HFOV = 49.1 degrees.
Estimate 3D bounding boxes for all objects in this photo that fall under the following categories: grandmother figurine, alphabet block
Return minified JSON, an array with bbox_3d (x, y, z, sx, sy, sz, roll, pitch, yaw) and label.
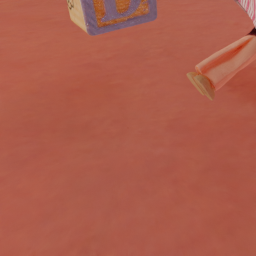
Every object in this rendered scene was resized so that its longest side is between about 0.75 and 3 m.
[{"bbox_3d":[2.750,-1.830,6.005,2.994,0.907,1.815,-39,25,8],"label":"grandmother figurine"},{"bbox_3d":[-0.666,-4.374,8.548,2.303,2.291,2.346,-18,36,-15],"label":"alphabet block"}]

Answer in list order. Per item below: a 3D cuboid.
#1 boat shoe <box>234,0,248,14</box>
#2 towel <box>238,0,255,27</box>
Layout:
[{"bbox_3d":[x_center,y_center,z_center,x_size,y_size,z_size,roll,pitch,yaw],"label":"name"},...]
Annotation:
[{"bbox_3d":[2.942,-3.852,7.751,1.927,0.618,0.710,38,60,2],"label":"boat shoe"},{"bbox_3d":[2.224,-2.342,5.078,0.189,0.922,1.260,-19,52,16],"label":"towel"}]
